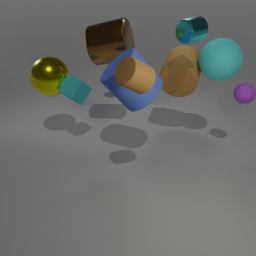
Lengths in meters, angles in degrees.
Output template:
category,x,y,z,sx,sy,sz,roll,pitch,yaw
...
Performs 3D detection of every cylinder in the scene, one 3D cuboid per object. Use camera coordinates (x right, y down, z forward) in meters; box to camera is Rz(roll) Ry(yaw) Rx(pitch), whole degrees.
category,x,y,z,sx,sy,sz,roll,pitch,yaw
cylinder,1.915,-2.939,8.412,0.700,0.700,0.700,-23,36,-29
cylinder,-0.600,-3.021,9.882,1.400,1.400,1.400,-7,27,17
cylinder,0.167,-1.226,6.557,0.700,0.700,0.700,17,11,-44
cylinder,1.954,-2.092,10.335,1.400,1.400,1.400,10,45,17
cylinder,0.106,-1.459,8.612,1.400,1.400,1.400,-36,26,21

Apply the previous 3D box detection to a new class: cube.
category,x,y,z,sx,sy,sz,roll,pitch,yaw
cube,-1.829,-1.319,9.690,0.700,0.700,0.700,28,-5,29

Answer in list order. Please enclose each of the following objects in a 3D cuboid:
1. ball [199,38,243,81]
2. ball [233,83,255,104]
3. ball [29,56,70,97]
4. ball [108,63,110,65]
category,x,y,z,sx,sy,sz,roll,pitch,yaw
ball,3.105,-2.289,9.413,1.400,1.400,1.400,0,29,0
ball,3.894,-1.154,9.352,0.700,0.700,0.700,0,29,0
ball,-2.756,-1.817,9.943,1.400,1.400,1.400,0,29,0
ball,-0.722,-3.211,12.853,0.700,0.700,0.700,0,29,0
